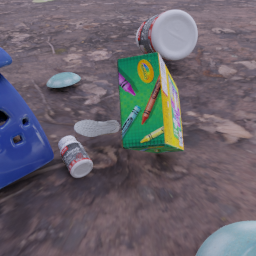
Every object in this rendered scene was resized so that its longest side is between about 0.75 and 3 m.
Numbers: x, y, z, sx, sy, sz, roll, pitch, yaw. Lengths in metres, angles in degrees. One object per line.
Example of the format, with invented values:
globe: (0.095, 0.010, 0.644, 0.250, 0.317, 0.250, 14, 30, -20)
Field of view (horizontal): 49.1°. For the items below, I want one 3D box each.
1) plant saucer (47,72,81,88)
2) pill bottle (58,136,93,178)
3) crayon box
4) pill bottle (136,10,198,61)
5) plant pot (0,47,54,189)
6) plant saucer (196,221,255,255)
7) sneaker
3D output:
plant saucer: (-2.223, -1.701, 9.591, 1.180, 0.227, 1.180, -6, 28, 3)
pill bottle: (-1.155, 0.600, 6.038, 0.506, 0.506, 0.873, -19, 48, -26)
crayon box: (0.555, -0.292, 5.487, 0.726, 1.480, 2.491, -6, -9, 17)
pill bottle: (1.339, -3.571, 11.051, 1.729, 1.729, 2.984, -8, 16, -12)
plant pot: (-3.558, -0.329, 5.351, 2.908, 2.615, 2.908, -28, 38, -29)
plant saucer: (1.911, 2.044, 3.432, 2.257, 0.435, 2.257, -3, 41, 3)
sneaker: (-0.741, 0.030, 6.604, 1.051, 0.402, 0.423, 2, -7, -14)
